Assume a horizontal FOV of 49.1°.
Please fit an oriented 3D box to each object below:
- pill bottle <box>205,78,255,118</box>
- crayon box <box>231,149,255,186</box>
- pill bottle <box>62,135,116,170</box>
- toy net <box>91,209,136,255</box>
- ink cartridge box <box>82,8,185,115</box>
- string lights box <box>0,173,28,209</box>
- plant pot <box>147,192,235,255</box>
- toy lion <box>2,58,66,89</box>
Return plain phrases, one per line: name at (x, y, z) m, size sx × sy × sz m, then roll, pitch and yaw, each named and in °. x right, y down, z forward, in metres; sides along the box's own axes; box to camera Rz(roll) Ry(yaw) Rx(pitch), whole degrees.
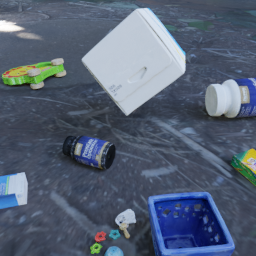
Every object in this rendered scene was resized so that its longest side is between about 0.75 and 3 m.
pill bottle at (4.261, -1.110, 10.411) m, size 2.471 × 1.430 × 1.430 m, roll -5°, pitch 34°, yaw -6°
crayon box at (3.691, 1.183, 7.938) m, size 0.776 × 0.381 × 1.307 m, roll -15°, pitch 37°, yaw -21°
pill bottle at (-1.165, 0.680, 8.311) m, size 1.453 × 0.813 × 0.813 m, roll 13°, pitch 36°, yaw 19°
toy net at (-0.273, 2.382, 6.313) m, size 0.717 × 0.264 × 1.367 m, roll 10°, pitch 33°, yaw 19°
ink cartridge box at (0.316, -2.033, 8.063) m, size 1.965 × 1.930 × 2.669 m, roll -36°, pitch 13°, yaw 22°
string lights box at (-3.407, 1.665, 7.169) m, size 1.515 × 0.447 × 0.778 m, roll -8°, pitch 35°, yaw -12°
plant pot at (1.140, 2.225, 5.650) m, size 1.364 × 1.227 × 1.364 m, roll -4°, pitch 34°, yaw -5°
toy lion at (-4.596, -2.646, 13.394) m, size 2.360 × 0.845 × 2.462 m, roll 12°, pitch 35°, yaw 30°
